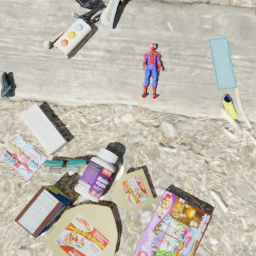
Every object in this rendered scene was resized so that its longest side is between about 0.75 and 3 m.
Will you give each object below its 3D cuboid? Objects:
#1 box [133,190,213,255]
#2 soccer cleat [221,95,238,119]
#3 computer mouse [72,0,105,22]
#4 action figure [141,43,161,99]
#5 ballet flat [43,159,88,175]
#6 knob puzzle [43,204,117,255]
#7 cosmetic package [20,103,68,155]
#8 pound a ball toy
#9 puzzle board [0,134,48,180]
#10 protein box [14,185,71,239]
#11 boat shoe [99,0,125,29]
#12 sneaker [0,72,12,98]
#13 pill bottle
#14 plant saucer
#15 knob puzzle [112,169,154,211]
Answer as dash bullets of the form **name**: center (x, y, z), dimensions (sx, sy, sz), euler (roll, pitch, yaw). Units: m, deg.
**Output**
- **box**: center (1.632, 4.040, 10.397), dimensions (1.943, 0.555, 2.839), euler (27, 81, 5)
- **soccer cleat**: center (4.117, -0.854, 11.325), dimensions (0.345, 0.446, 1.067), euler (-25, 81, -4)
- **computer mouse**: center (-1.944, -5.214, 11.963), dimensions (1.357, 0.445, 1.933), euler (-43, 67, -9)
- **action figure**: center (0.969, -2.412, 11.569), dimensions (0.769, 0.608, 2.352), euler (4, 77, 3)
- **ballet flat**: center (-2.368, 1.516, 10.758), dimensions (1.722, 0.619, 0.619), euler (-1, 80, 5)
- **knob puzzle**: center (-1.495, 3.983, 10.504), dimensions (2.762, 0.383, 2.762), euler (0, 80, 1)
- **cosmetic package**: center (-3.332, 0.057, 11.132), dimensions (0.823, 0.505, 1.995), euler (-38, 82, -6)
- **pound a ball toy**: center (-2.546, -3.791, 11.682), dimensions (1.182, 0.770, 1.812), euler (41, 82, 6)
- **puzzle board**: center (-4.148, 1.156, 11.134), dimensions (1.538, 0.134, 1.159), euler (39, 82, 6)
- **protein box**: center (-3.016, 2.958, 10.134), dimensions (0.991, 1.458, 1.469), euler (38, 82, 6)
- **boat shoe**: center (-0.489, -5.258, 11.980), dimensions (0.666, 0.765, 2.077), euler (29, 85, -1)
- **sneaker**: center (-4.993, -1.766, 11.561), dimensions (0.451, 0.403, 1.102), euler (0, 87, -14)
- **pill bottle**: center (-1.122, 1.733, 10.562), dimensions (1.027, 1.027, 1.844), euler (28, 79, 5)
- **plant saucer**: center (3.946, -2.698, 11.778), dimensions (0.809, 0.219, 2.314), euler (-7, 81, -1)
- **knob puzzle**: center (0.087, 2.415, 10.536), dimensions (1.641, 0.228, 1.641), euler (4, 76, -15)
